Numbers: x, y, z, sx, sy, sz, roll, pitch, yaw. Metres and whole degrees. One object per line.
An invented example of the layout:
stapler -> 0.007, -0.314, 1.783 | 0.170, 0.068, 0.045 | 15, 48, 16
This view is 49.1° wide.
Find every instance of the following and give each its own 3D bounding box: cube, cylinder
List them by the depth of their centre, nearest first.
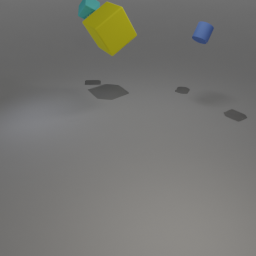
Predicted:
cube -> -0.760, -4.123, 11.624 | 1.400, 1.400, 1.400 | -41, 43, -4
cylinder -> 3.210, -4.075, 12.011 | 0.700, 0.700, 0.700 | 24, 5, -2
cube -> -1.703, -5.192, 12.226 | 0.700, 0.700, 0.700 | 18, 54, -32
